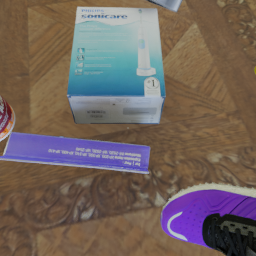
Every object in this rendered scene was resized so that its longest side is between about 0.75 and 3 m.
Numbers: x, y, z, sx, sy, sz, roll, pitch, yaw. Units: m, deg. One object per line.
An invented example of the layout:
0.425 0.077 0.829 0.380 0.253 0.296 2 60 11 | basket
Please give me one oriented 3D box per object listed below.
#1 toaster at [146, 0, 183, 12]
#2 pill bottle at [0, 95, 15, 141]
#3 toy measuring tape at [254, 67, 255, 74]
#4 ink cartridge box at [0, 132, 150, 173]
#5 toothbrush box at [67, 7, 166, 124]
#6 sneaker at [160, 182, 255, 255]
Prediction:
0.629 -3.609 6.757 1.493 0.980 1.651 -3 34 -48 | toaster
-3.151 -0.452 5.618 1.134 1.985 1.134 1 72 -2 | pill bottle
4.246 -1.710 6.649 2.885 1.061 1.061 -16 61 -18 | toy measuring tape
-0.888 0.517 5.586 2.599 2.624 0.569 5 83 1 | ink cartridge box
-0.248 -1.462 6.358 1.920 1.118 2.623 -1 61 -2 | toothbrush box
1.617 1.415 3.796 2.468 0.858 1.227 -4 18 16 | sneaker
